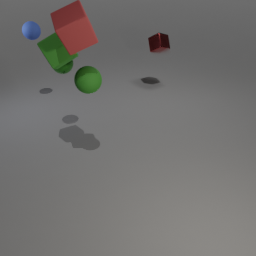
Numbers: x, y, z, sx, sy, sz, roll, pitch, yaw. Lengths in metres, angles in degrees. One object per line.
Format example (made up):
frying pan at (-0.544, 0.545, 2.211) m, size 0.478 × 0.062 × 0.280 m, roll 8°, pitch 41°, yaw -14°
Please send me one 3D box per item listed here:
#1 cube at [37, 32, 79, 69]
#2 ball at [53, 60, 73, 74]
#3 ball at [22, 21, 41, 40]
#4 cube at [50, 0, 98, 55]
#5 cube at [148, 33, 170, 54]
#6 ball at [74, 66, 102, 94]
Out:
cube at (-1.759, -1.982, 7.128) m, size 0.700 × 0.700 × 0.700 m, roll -31°, pitch 12°, yaw 1°
ball at (-2.086, -2.066, 8.884) m, size 0.700 × 0.700 × 0.700 m, roll 0°, pitch 31°, yaw 0°
ball at (-3.795, -3.829, 11.018) m, size 0.700 × 0.700 × 0.700 m, roll 0°, pitch 31°, yaw 0°
cube at (-1.153, -2.156, 6.042) m, size 0.700 × 0.700 × 0.700 m, roll -24°, pitch 55°, yaw 3°
cube at (1.467, -3.982, 13.188) m, size 0.700 × 0.700 × 0.700 m, roll -7°, pitch -3°, yaw -44°
ball at (-1.014, -1.224, 7.132) m, size 0.700 × 0.700 × 0.700 m, roll 0°, pitch 31°, yaw 0°
